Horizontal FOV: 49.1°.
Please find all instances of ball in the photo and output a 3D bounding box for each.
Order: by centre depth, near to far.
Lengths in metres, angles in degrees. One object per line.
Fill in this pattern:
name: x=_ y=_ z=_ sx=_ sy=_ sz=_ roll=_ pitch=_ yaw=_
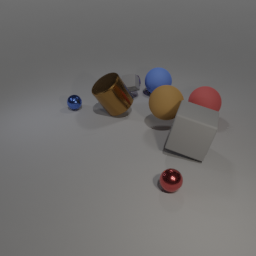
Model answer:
ball: x=1.294 y=1.563 z=8.397 sx=0.700 sy=0.700 sz=0.700 roll=0 pitch=30 yaw=0
ball: x=1.523 y=-1.006 z=11.160 sx=1.400 sy=1.400 sz=1.400 roll=0 pitch=30 yaw=0
ball: x=3.306 y=-1.097 z=12.094 sx=1.400 sy=1.400 sz=1.400 roll=0 pitch=30 yaw=0
ball: x=-2.513 y=-1.214 z=13.147 sx=0.700 sy=0.700 sz=0.700 roll=0 pitch=30 yaw=0
ball: x=1.563 y=-2.414 z=14.484 sx=1.400 sy=1.400 sz=1.400 roll=0 pitch=30 yaw=0

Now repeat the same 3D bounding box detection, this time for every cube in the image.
cube: x=2.269 y=0.065 z=9.881 sx=1.400 sy=1.400 sz=1.400 roll=20 pitch=31 yaw=9
cube: x=0.144 y=-2.281 z=14.151 sx=0.700 sy=0.700 sz=0.700 roll=-6 pitch=-13 yaw=22

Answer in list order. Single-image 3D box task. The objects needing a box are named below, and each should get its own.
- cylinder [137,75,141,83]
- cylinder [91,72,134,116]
cylinder: x=0.226 y=-2.490 z=15.204 sx=0.700 sy=0.700 sz=0.700 roll=-10 pitch=31 yaw=-21
cylinder: x=-0.672 y=-1.494 z=12.462 sx=1.400 sy=1.400 sz=1.400 roll=-23 pitch=39 yaw=20
